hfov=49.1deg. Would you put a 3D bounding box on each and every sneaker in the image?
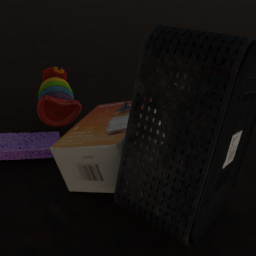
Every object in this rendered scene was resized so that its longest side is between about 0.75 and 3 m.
[{"bbox_3d":[2.095,-1.195,9.172,1.612,0.875,0.565,34,81,3],"label":"sneaker"}]

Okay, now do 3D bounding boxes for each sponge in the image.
[{"bbox_3d":[-2.570,0.409,6.667,1.786,0.266,0.996,-2,24,-5],"label":"sponge"}]

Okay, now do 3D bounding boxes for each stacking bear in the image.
[{"bbox_3d":[-2.049,-1.036,7.959,1.112,1.041,1.831,8,46,-27],"label":"stacking bear"}]

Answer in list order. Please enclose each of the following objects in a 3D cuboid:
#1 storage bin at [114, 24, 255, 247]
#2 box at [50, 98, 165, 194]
[{"bbox_3d":[1.091,0.039,4.524,1.382,2.948,1.993,21,20,32],"label":"storage bin"},{"bbox_3d":[-0.301,0.301,5.811,1.515,1.058,1.989,-6,26,27],"label":"box"}]
